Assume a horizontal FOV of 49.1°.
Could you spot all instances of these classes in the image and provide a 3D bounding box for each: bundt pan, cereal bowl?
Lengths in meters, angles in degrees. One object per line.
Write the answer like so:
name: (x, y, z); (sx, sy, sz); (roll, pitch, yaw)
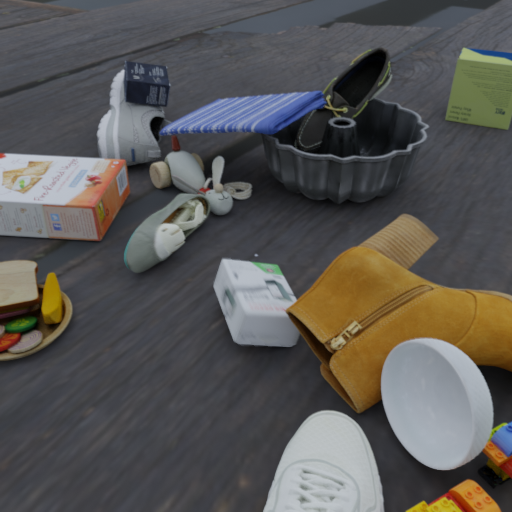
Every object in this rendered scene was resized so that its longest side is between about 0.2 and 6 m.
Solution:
bundt pan: (1.519, -1.935, 10.308); (3.040, 1.141, 3.040); (1, 36, 0)
cereal bowl: (1.796, 1.383, 5.416); (0.512, 1.229, 1.229); (-8, 35, -26)

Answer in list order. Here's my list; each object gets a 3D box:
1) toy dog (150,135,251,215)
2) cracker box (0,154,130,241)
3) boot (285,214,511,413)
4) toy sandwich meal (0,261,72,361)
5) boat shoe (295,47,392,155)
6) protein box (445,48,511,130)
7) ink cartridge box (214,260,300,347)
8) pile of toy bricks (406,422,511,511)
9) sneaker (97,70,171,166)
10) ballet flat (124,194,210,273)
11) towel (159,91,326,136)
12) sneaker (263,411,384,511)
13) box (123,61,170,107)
toy dog: (-1.071, -1.500, 9.863); (1.929, 0.929, 1.272); (19, 40, 26)
cracker box: (-3.576, -1.031, 9.391); (2.480, 0.715, 1.661); (3, 35, 5)
boot: (1.909, 1.086, 6.305); (2.083, 1.024, 2.910); (-42, 76, -14)
toy sandwich meal: (-3.120, 0.663, 7.161); (1.586, 0.543, 1.586); (0, 35, 0)
boat shoe: (1.616, -2.939, 10.687); (0.884, 0.747, 2.480); (42, 90, 13)
protein box: (5.179, -3.783, 12.648); (1.410, 1.420, 0.958); (15, 38, 20)
ink cartridge box: (0.025, 0.584, 7.143); (0.845, 0.487, 1.158); (6, 31, -24)
pile of toy bricks: (2.702, 1.860, 4.716); (2.884, 1.424, 1.600); (-18, 39, -24)
sneaker: (-2.411, -2.820, 11.729); (1.313, 1.197, 3.203); (4, 46, -6)
ballet flat: (-1.271, -0.420, 8.505); (0.622, 0.658, 1.953); (0, 32, 25)
towel: (-0.236, -2.495, 10.042); (2.549, 0.304, 1.845); (8, 34, 37)
sneaker: (0.437, 2.275, 4.387); (1.094, 1.180, 2.911); (9, 35, 15)
box: (-2.199, -3.438, 11.196); (0.851, 0.500, 0.837); (3, 43, -18)
